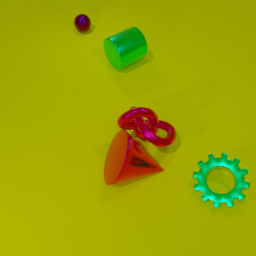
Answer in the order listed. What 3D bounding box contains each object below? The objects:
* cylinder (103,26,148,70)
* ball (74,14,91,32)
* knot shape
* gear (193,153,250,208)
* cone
[{"bbox_3d":[-0.095,-2.933,10.287,1.208,1.208,1.208,-31,59,-19],"label":"cylinder"},{"bbox_3d":[-1.898,-4.385,11.686,0.715,0.715,0.715,0,54,0],"label":"ball"},{"bbox_3d":[0.593,-0.021,7.884,1.615,1.726,0.798,26,87,10],"label":"knot shape"},{"bbox_3d":[2.438,1.373,7.384,1.405,0.260,1.405,-6,70,15],"label":"gear"},{"bbox_3d":[0.340,0.987,7.710,1.546,1.540,1.540,18,51,-20],"label":"cone"}]
